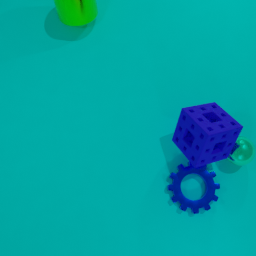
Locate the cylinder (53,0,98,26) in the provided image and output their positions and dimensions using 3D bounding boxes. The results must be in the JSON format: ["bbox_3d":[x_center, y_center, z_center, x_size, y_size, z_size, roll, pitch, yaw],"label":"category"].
[{"bbox_3d":[-1.675,-4.108,8.727,1.310,1.310,1.310,-2,53,3],"label":"cylinder"}]

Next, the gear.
[{"bbox_3d":[1.876,1.697,8.063,1.448,0.268,1.448,0,77,1],"label":"gear"}]

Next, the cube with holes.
[{"bbox_3d":[2.080,0.157,7.538,1.143,1.143,1.143,-11,43,-25],"label":"cube with holes"}]

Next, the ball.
[{"bbox_3d":[3.192,0.652,8.018,0.846,0.846,0.846,0,76,0],"label":"ball"}]
